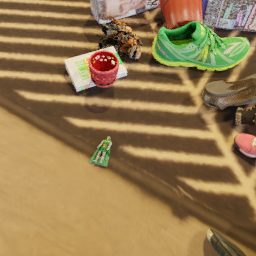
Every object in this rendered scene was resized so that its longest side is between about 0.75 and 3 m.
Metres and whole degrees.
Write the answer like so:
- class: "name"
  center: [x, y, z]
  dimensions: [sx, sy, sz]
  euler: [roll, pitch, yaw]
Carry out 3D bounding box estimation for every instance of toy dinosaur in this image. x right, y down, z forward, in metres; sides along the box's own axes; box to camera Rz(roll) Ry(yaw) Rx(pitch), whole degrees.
- class: "toy dinosaur"
  center: [-0.259, -2.754, 8.562]
  dimensions: [1.239, 0.933, 1.826]
  euler: [-11, 38, -24]

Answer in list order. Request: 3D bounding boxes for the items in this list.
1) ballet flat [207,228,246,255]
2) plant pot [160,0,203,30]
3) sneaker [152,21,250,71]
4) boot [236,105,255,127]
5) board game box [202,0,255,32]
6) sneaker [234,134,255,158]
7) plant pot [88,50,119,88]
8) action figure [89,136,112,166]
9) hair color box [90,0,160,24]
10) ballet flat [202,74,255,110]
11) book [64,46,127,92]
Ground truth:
- class: "ballet flat"
  center: [1.959, 2.581, 4.949]
  dimensions: [0.547, 0.639, 1.924]
  euler: [-55, 35, 14]
- class: "plant pot"
  center: [1.708, -3.439, 8.629]
  dimensions: [1.367, 1.367, 1.329]
  euler: [-1, 66, -1]
- class: "sneaker"
  center: [2.110, -2.342, 7.933]
  dimensions: [2.807, 1.173, 1.040]
  euler: [0, 57, -1]
- class: "boot"
  center: [3.079, -0.454, 6.967]
  dimensions: [0.678, 0.329, 0.900]
  euler: [4, 80, 37]
- class: "board game box"
  center: [3.674, -4.220, 9.152]
  dimensions: [2.278, 1.103, 1.816]
  euler: [7, 58, 5]
- class: "sneaker"
  center: [3.246, 0.450, 6.485]
  dimensions: [1.496, 0.649, 0.551]
  euler: [27, 62, 17]
- class: "plant pot"
  center: [-0.629, -1.525, 7.402]
  dimensions: [0.791, 0.721, 0.791]
  euler: [1, 61, -2]
- class: "action figure"
  center: [-0.589, 0.522, 6.715]
  dimensions: [0.459, 0.212, 0.777]
  euler: [13, 55, 12]
- class: "hair color box"
  center: [0.108, -4.503, 9.187]
  dimensions: [2.700, 1.350, 0.817]
  euler: [-22, 60, -12]
- class: "ballet flat"
  center: [3.284, -0.936, 7.452]
  dimensions: [2.821, 0.654, 0.951]
  euler: [-10, 40, -13]
- class: "book"
  center: [-0.923, -1.699, 8.055]
  dimensions: [1.517, 0.365, 1.014]
  euler: [-21, 66, -14]
